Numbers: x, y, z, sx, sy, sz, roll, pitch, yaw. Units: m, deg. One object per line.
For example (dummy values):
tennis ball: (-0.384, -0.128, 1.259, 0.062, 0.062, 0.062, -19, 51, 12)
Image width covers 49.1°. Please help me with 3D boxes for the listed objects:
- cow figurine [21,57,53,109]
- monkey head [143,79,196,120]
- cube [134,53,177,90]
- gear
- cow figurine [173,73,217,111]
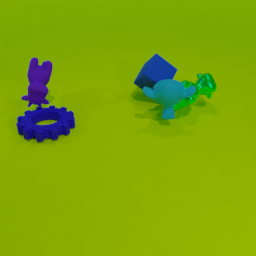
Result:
cow figurine: (-2.647, -1.317, 8.205, 0.784, 1.405, 1.428, 10, 7, -24)
monkey head: (1.089, -0.786, 7.499, 1.379, 0.831, 0.992, 0, 73, 6)
cube: (0.851, -1.618, 8.783, 0.859, 0.859, 0.859, 34, 70, -13)
gear: (-2.228, -0.161, 7.664, 1.512, 0.280, 1.512, 1, 30, 0)
cow figurine: (1.825, -1.057, 8.423, 1.584, 0.869, 1.559, -26, -1, 31)
